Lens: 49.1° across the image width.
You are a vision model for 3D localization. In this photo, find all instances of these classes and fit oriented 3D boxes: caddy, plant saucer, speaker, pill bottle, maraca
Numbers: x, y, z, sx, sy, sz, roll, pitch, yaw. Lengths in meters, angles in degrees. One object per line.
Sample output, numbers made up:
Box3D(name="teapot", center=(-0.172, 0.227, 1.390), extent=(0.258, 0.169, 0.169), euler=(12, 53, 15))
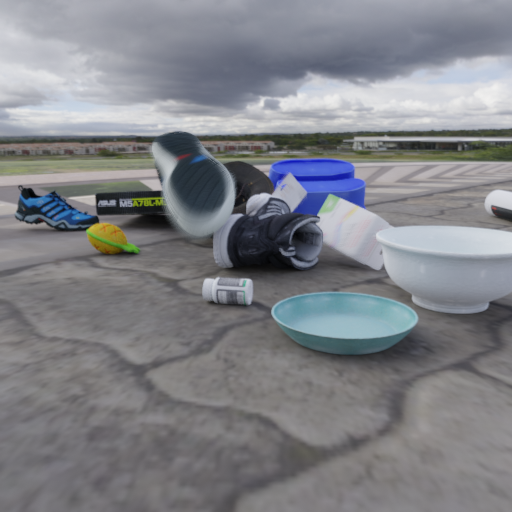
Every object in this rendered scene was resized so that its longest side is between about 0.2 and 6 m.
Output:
Box3D(name="caddy", center=(1.502, -1.469, 14.560), extent=(2.832, 1.487, 2.002), euler=(-2, 35, -9))
Box3D(name="plant saucer", center=(1.062, 0.829, 6.847), extent=(1.753, 0.315, 1.753), euler=(-1, 12, 0))
Box3D(name="speaker", center=(7.108, -1.337, 15.404), extent=(0.787, 0.787, 1.937), euler=(-1, 13, -5))
Box3D(name="pill bottle", center=(-0.410, 0.509, 8.114), extent=(0.673, 0.380, 0.380), euler=(3, 13, 11))
Box3D(name="maraca", center=(-2.908, -0.301, 11.401), extent=(1.121, 0.600, 0.768), euler=(23, 9, -9))

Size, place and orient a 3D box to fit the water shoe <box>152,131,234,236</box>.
Box3D(name="water shoe", center=(-1.108, -1.141, 10.302), extent=(1.178, 1.300, 3.295), euler=(-13, 39, -9))

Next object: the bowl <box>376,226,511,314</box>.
Box3D(name="bowl", center=(2.818, 0.206, 8.046), extent=(2.210, 0.993, 2.210), euler=(-1, 12, 0))

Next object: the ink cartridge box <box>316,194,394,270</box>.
Box3D(name="ink cartridge box", center=(1.799, -0.450, 10.383), extent=(0.517, 0.899, 1.535), euler=(26, 5, -45))

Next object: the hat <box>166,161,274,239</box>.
Box3D(name="hat", center=(-0.732, -1.093, 13.122), extent=(2.684, 1.083, 2.684), euler=(-10, 39, 8))

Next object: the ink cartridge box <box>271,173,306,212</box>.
Box3D(name="ink cartridge box", center=(0.696, -1.363, 12.442), extent=(0.741, 0.653, 0.166), euler=(-52, 27, -17))

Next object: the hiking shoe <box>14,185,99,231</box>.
Box3D(name="hiking shoe", center=(-4.979, -1.164, 14.049), extent=(2.089, 0.906, 0.777), euler=(9, 12, -6))

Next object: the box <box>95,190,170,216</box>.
Box3D(name="box", center=(-2.401, -1.459, 15.151), extent=(2.790, 0.686, 2.889), euler=(-3, 5, 14))

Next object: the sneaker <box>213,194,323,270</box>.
Box3D(name="sneaker", center=(0.512, -0.433, 10.746), extent=(1.751, 1.161, 3.077), euler=(7, 19, 21))
